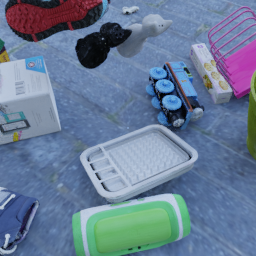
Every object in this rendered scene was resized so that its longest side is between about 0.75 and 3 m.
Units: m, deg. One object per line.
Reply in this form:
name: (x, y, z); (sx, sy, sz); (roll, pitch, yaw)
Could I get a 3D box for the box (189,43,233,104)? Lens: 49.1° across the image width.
box: (3.044, -2.106, 10.522); (0.588, 0.549, 2.839); (-8, 52, -6)

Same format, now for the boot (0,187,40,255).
boot: (-3.214, 2.677, 6.441); (1.262, 1.016, 2.794); (9, 51, 13)

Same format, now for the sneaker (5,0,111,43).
sneaker: (-1.801, -2.984, 7.386); (2.897, 1.149, 1.384); (1, 26, 17)

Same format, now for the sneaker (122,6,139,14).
sneaker: (0.139, -5.664, 13.536); (0.810, 0.304, 0.328); (-9, 68, -5)

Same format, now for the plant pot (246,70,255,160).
plant pot: (4.433, -0.136, 7.644); (2.636, 2.538, 2.636); (-3, 53, 4)

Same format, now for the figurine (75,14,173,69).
figurine: (-0.102, -2.240, 7.009); (1.980, 1.932, 0.853); (-23, 99, -26)

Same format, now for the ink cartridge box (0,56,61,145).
ink cartridge box: (-3.585, -0.812, 8.706); (2.453, 1.791, 1.799); (-13, 53, -10)

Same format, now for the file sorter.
file sorter: (3.879, -2.698, 9.462); (1.838, 1.659, 2.645); (-33, 28, 29)

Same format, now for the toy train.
toy train: (1.580, -1.157, 9.454); (1.504, 1.141, 2.632); (-8, 52, -14)

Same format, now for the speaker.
speaker: (0.069, 2.312, 6.680); (2.640, 1.167, 1.167); (-9, 52, -7)

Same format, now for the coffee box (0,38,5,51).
coffee box: (-2.895, -1.165, 4.882); (0.334, 0.935, 1.520); (22, 81, 20)

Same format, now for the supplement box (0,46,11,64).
supplement box: (-5.479, -1.834, 9.680); (1.188, 1.530, 2.773); (24, 56, 17)

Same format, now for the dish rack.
dish rack: (0.263, 0.947, 7.716); (2.762, 0.601, 2.371); (-21, 30, -16)
